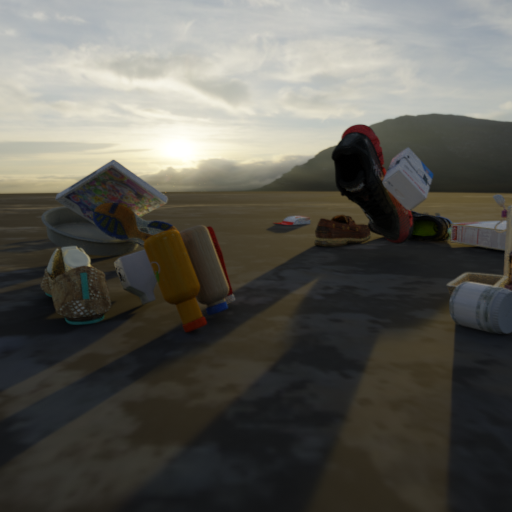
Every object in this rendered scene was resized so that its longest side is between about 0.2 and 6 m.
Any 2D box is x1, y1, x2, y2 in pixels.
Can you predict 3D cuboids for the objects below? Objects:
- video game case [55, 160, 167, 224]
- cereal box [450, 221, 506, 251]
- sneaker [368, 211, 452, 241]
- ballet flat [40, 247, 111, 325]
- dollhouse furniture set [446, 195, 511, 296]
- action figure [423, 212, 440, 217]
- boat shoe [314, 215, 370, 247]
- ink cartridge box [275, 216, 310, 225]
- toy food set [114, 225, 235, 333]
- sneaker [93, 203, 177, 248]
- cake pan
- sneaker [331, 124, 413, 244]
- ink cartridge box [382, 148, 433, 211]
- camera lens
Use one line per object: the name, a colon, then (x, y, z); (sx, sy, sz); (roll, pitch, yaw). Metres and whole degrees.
video game case: (-2.671, -1.048, 10.294); (1.757, 0.158, 1.258); (-20, -41, 36)
cereal box: (5.484, -0.373, 11.359); (1.791, 0.492, 2.490); (-3, 9, -23)
sneaker: (3.551, -0.744, 13.127); (2.029, 0.720, 0.841); (10, 6, 36)
ballet flat: (-2.105, 0.237, 6.559); (0.740, 0.685, 2.098); (-5, 9, -28)
dollhouse furniture set: (3.064, -0.065, 6.612); (1.411, 1.263, 1.780); (5, 10, 32)
action figure: (4.611, -0.894, 14.840); (0.647, 0.555, 1.088); (7, 1, -38)
boat shoe: (1.974, -0.596, 12.411); (0.677, 0.635, 1.880); (7, 11, 41)
ink cartridge box: (1.084, -1.102, 17.313); (0.952, 0.239, 0.772); (-1, 8, -25)
toy food set: (-0.885, 0.316, 6.380); (1.046, 0.985, 2.190); (-20, -1, -27)
sneaker: (-2.186, -0.419, 10.284); (1.697, 0.639, 0.748); (23, -15, 9)
cake pan: (-3.167, -0.499, 11.022); (2.009, 0.368, 2.009); (11, 20, -4)
sneaker: (2.121, -1.199, 10.464); (0.862, 2.440, 1.192); (-18, 15, 41)
ink cartridge box: (2.754, -1.394, 10.127); (0.432, 0.737, 1.007); (-39, 11, 38)
camera lens: (2.236, 0.507, 5.510); (0.452, 0.452, 0.566); (-6, 10, -35)
